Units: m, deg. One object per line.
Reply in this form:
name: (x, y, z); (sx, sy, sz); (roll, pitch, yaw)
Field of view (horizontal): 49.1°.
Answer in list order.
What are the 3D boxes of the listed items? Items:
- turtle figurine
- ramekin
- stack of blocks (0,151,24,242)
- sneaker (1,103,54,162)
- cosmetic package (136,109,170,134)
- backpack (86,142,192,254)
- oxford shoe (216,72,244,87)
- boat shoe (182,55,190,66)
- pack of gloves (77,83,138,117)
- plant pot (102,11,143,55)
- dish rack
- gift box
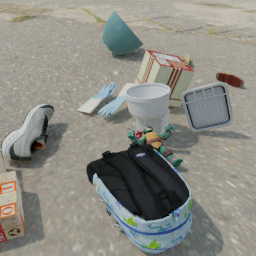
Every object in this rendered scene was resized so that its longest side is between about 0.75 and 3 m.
turtle figurine: (0.888, 0.432, 9.422); (1.587, 1.067, 2.119); (-22, 57, -5)
ramekin: (0.719, -0.954, 9.987); (1.608, 0.844, 1.608); (-5, 27, 3)
stack of blocks: (-3.841, 1.789, 7.668); (1.633, 0.831, 2.836); (-12, 36, -17)
sneaker: (-3.287, 0.180, 10.031); (1.134, 1.057, 2.861); (15, 42, 5)
cosmetic package: (0.950, -0.306, 10.736); (1.030, 0.857, 0.862); (18, 37, 22)
backpack: (0.445, 1.705, 7.060); (2.226, 2.098, 2.728); (-16, 16, -24)
oxford shoe: (5.315, -2.552, 14.336); (0.595, 0.561, 1.592); (-18, 39, -34)
boat shoe: (3.415, -3.956, 16.487); (0.470, 0.519, 1.457); (-2, 25, 9)
pack of gloves: (-0.774, -1.170, 12.214); (1.936, 0.455, 2.305); (11, 47, 39)
plant pot: (-0.578, -5.629, 17.478); (1.785, 2.650, 2.650); (-40, 34, 13)
dish rack: (2.882, -0.783, 10.195); (1.610, 1.876, 0.408); (-13, 33, 17)
gift box: (1.333, -2.117, 12.322); (2.154, 2.011, 1.987); (7, 33, -19)
